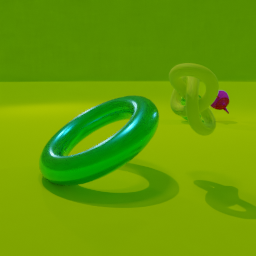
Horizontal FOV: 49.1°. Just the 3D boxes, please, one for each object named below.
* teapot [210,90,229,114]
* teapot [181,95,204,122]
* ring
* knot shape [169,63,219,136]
[{"bbox_3d":[3.212,-0.903,9.710,0.704,1.132,0.554,-38,40,11],"label":"teapot"},{"bbox_3d":[2.137,-0.793,9.475,0.787,1.608,1.000,-37,-10,-30],"label":"teapot"},{"bbox_3d":[-0.466,0.122,4.399,2.029,0.406,2.029,-23,24,11],"label":"ring"},{"bbox_3d":[0.901,-0.487,3.904,0.498,1.008,1.078,-21,52,-4],"label":"knot shape"}]
